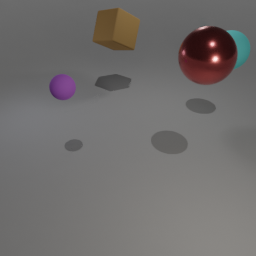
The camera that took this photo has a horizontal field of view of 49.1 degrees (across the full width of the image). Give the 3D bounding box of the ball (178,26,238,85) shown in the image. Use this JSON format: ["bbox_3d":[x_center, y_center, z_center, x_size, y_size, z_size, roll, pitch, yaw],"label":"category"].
[{"bbox_3d":[1.937,-1.756,6.858,1.400,1.400,1.400,0,32,0],"label":"ball"}]

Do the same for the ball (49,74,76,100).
[{"bbox_3d":[-1.765,-1.101,7.562,0.700,0.700,0.700,0,32,0],"label":"ball"}]

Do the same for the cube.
[{"bbox_3d":[-0.525,-4.356,12.524,1.400,1.400,1.400,15,5,43],"label":"cube"}]

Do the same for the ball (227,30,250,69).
[{"bbox_3d":[3.695,-2.822,10.202,1.400,1.400,1.400,0,32,0],"label":"ball"}]
